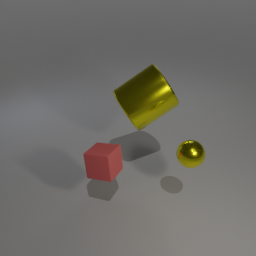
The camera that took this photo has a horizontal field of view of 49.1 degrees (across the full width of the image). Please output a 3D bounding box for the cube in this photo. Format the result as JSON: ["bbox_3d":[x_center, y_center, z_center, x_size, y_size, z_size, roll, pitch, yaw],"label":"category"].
[{"bbox_3d":[-0.604,0.838,7.033,0.700,0.700,0.700,4,23,23],"label":"cube"}]

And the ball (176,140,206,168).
[{"bbox_3d":[1.537,0.635,6.860,0.700,0.700,0.700,0,31,0],"label":"ball"}]

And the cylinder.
[{"bbox_3d":[0.516,-0.872,8.061,1.400,1.400,1.400,-34,33,6],"label":"cylinder"}]
